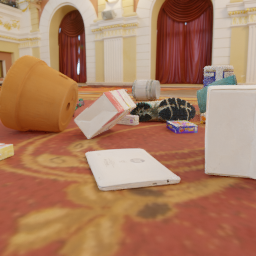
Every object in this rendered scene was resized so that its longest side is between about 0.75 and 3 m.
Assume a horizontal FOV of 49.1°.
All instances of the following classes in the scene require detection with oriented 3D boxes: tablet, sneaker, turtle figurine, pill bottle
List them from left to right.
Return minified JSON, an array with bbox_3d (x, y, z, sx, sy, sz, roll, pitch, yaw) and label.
[{"bbox_3d":[-2.784,-0.852,12.953,1.225,0.824,1.636,1,24,31],"label":"turtle figurine"},{"bbox_3d":[-0.035,0.769,5.885,1.492,0.157,2.293,-3,11,-15],"label":"tablet"},{"bbox_3d":[1.533,-0.800,12.098,2.759,1.071,1.191,3,8,16],"label":"sneaker"},{"bbox_3d":[4.673,-1.978,14.591,1.460,2.439,1.460,0,10,0],"label":"pill bottle"}]

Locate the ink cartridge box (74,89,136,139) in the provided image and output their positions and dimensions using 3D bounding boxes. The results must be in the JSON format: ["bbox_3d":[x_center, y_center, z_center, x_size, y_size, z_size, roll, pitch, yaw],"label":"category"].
[{"bbox_3d":[-0.606,-0.553,9.469,1.398,0.810,2.401,-39,-2,20],"label":"ink cartridge box"}]

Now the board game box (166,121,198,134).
[{"bbox_3d":[1.916,-0.046,10.075,0.772,0.257,1.148,-2,10,-10],"label":"board game box"}]

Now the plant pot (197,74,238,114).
[{"bbox_3d":[4.271,-1.338,13.154,1.835,1.953,1.953,-12,5,25],"label":"plant pot"}]

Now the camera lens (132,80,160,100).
[{"bbox_3d":[1.456,-3.116,23.007,2.102,1.682,1.682,3,11,21],"label":"camera lens"}]

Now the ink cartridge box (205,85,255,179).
[{"bbox_3d":[2.513,-0.049,5.954,1.662,1.706,2.654,2,10,15],"label":"ink cartridge box"}]

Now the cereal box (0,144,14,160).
[{"bbox_3d":[-3.628,0.587,6.418,1.558,0.308,1.121,3,11,15],"label":"cereal box"}]

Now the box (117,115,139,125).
[{"bbox_3d":[-0.458,-0.382,11.610,1.889,0.365,0.391,6,12,31],"label":"box"}]

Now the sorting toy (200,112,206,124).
[{"bbox_3d":[3.424,-0.351,11.446,0.774,0.460,0.860,14,14,25],"label":"sorting toy"}]

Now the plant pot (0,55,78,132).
[{"bbox_3d":[-2.889,-0.981,9.671,1.837,2.625,2.625,17,12,4],"label":"plant pot"}]
